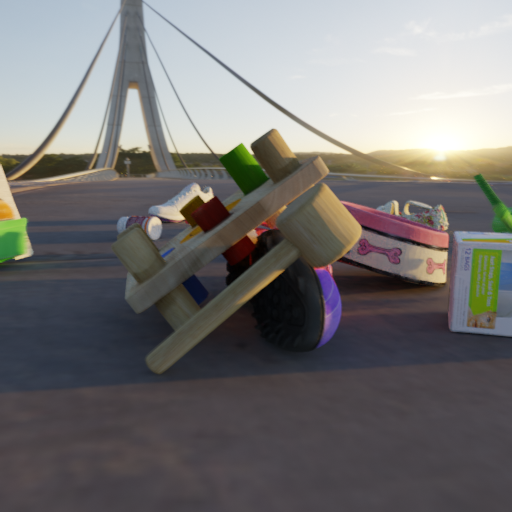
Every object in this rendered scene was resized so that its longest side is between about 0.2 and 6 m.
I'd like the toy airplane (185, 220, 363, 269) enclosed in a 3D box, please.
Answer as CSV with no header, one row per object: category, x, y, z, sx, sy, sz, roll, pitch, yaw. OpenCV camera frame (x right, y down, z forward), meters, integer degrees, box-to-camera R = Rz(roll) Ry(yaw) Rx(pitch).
toy airplane,0.577,-0.274,8.360,3.218,0.592,3.218,14,-2,1

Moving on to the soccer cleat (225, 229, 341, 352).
soccer cleat,0.432,0.221,5.841,1.106,1.031,3.023,3,7,-13

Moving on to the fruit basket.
fruit basket,-4.421,-0.721,8.633,0.883,1.884,1.745,-23,2,22

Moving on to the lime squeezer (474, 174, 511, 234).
lime squeezer,4.750,-0.756,10.866,1.290,0.689,3.651,38,23,3

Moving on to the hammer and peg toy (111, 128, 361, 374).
hammer and peg toy,-0.390,-0.222,5.323,2.219,1.064,3.017,-37,11,-6

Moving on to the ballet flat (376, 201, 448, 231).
ballet flat,3.534,-0.974,13.514,2.263,0.723,0.856,7,13,38

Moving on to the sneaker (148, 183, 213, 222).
sneaker,-2.066,-1.475,15.505,2.106,1.049,0.789,-11,15,-42

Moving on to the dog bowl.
dog bowl,1.771,-0.217,7.736,1.895,0.699,1.895,15,9,-3

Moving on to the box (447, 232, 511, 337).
box,2.792,0.281,5.511,1.650,0.928,0.836,4,11,17

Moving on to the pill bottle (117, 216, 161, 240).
pill bottle,-2.506,-0.604,11.989,0.863,0.493,0.493,5,11,25
